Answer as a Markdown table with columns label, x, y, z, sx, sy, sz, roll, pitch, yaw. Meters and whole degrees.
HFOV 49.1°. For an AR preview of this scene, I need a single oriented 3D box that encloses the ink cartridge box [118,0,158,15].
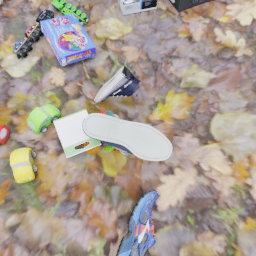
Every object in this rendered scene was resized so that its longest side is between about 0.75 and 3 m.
| label | x | y | z | sx | sy | sz | roll | pitch | yaw |
| --- | --- | --- | --- | --- | --- | --- | --- | --- | --- |
| ink cartridge box | 0.100 | -5.739 | 11.116 | 1.391 | 0.548 | 2.797 | -15 | 64 | -7 |

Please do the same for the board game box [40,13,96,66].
| label | x | y | z | sx | sy | sz | roll | pitch | yaw |
| --- | --- | --- | --- | --- | --- | --- | --- | --- | --- |
| board game box | -2.063 | -3.065 | 9.601 | 1.248 | 0.416 | 1.857 | -22 | 64 | -19 |

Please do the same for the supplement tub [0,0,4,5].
| label | x | y | z | sx | sy | sz | roll | pitch | yaw |
| --- | --- | --- | --- | --- | --- | --- | --- | --- | --- |
| supplement tub | -5.071 | -5.447 | 10.747 | 0.932 | 0.932 | 1.289 | 11 | 64 | 5 |

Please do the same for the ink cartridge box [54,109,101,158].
| label | x | y | z | sx | sy | sz | roll | pitch | yaw |
| --- | --- | --- | --- | --- | --- | --- | --- | --- | --- |
| ink cartridge box | -1.476 | 0.195 | 8.201 | 1.054 | 0.347 | 1.449 | -21 | 57 | -10 |

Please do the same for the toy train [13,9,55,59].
| label | x | y | z | sx | sy | sz | roll | pitch | yaw |
| --- | --- | --- | --- | --- | --- | --- | --- | --- | --- |
| toy train | -3.388 | -3.400 | 10.015 | 0.540 | 0.402 | 2.359 | 24 | 66 | 3 |

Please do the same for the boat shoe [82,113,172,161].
| label | x | y | z | sx | sy | sz | roll | pitch | yaw |
| --- | --- | --- | --- | --- | --- | --- | --- | --- | --- |
| boat shoe | -0.031 | 0.256 | 7.402 | 2.429 | 0.751 | 0.910 | 14 | 87 | -9 |

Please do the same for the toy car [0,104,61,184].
| label | x | y | z | sx | sy | sz | roll | pitch | yaw |
| --- | --- | --- | --- | --- | --- | --- | --- | --- | --- |
| toy car | -3.041 | 0.067 | 8.265 | 2.500 | 0.557 | 2.352 | 39 | 70 | 17 |

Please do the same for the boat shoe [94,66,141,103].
| label | x | y | z | sx | sy | sz | roll | pitch | yaw |
| --- | --- | --- | --- | --- | --- | --- | --- | --- | --- |
| boat shoe | -0.320 | -1.095 | 8.413 | 0.754 | 1.626 | 0.607 | 35 | 47 | -20 |

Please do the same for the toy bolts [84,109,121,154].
| label | x | y | z | sx | sy | sz | roll | pitch | yaw |
| --- | --- | --- | --- | --- | --- | --- | --- | --- | --- |
| toy bolts | -0.619 | 0.149 | 8.259 | 1.238 | 0.899 | 1.296 | -19 | 75 | 35 |

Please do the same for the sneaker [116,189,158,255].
| label | x | y | z | sx | sy | sz | roll | pitch | yaw |
| --- | --- | --- | --- | --- | --- | --- | --- | --- | --- |
| sneaker | 0.365 | 2.568 | 7.024 | 0.824 | 0.792 | 2.102 | 22 | 75 | 2 |

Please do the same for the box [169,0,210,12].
| label | x | y | z | sx | sy | sz | roll | pitch | yaw |
| --- | --- | --- | --- | --- | --- | --- | --- | --- | --- |
| box | 2.081 | -6.281 | 10.493 | 1.758 | 2.100 | 2.828 | -23 | 66 | -11 |

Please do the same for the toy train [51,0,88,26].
| label | x | y | z | sx | sy | sz | roll | pitch | yaw |
| --- | --- | --- | --- | --- | --- | --- | --- | --- | --- |
| toy train | -2.196 | -4.374 | 10.531 | 1.719 | 0.359 | 0.485 | 40 | 90 | 16 |
